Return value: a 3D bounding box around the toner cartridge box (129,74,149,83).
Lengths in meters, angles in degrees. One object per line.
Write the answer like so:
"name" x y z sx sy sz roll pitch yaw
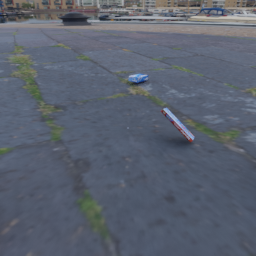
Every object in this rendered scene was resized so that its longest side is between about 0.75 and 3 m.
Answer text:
"toner cartridge box" 0.434 -1.993 11.165 0.427 0.194 0.900 15 23 27

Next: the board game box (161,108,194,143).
"board game box" 1.152 -0.082 6.462 0.966 0.094 0.497 47 19 7
